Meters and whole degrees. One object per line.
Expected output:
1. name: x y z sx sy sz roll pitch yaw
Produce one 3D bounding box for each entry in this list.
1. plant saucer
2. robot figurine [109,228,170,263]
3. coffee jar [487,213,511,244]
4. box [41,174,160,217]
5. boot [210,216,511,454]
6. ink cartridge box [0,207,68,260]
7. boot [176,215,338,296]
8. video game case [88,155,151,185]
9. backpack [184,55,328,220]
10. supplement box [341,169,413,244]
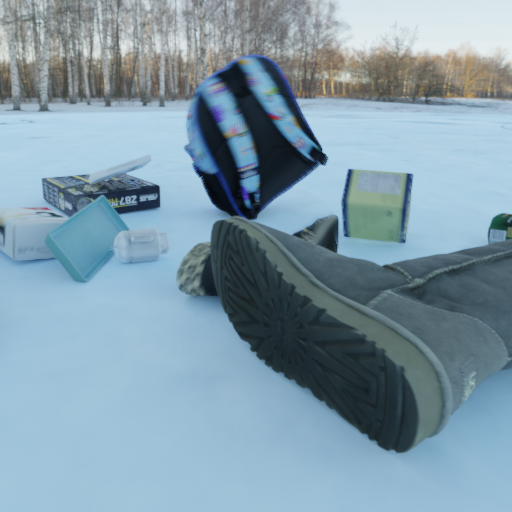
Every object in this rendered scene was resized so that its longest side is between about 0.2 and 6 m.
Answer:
1. plant saucer: -2.601 -0.311 8.846 0.232 0.856 2.448 -32 14 12
2. robot figurine: -1.811 -0.158 8.690 0.898 0.507 0.761 -6 -19 -21
3. coffee jar: 4.537 -0.324 9.124 1.314 0.561 0.685 16 24 40
4. box: -3.490 -1.411 12.479 1.920 0.585 2.382 -10 21 -34
5. boot: 1.883 0.249 5.984 3.878 1.407 3.526 -19 39 -30
6. ink cartridge box: -3.663 -0.399 9.165 1.021 0.580 1.401 -5 16 -40
7. boot: 0.128 -0.025 7.591 1.711 0.818 2.265 7 29 21
8. video game case: -2.792 -1.741 11.393 1.195 0.155 1.312 -23 10 -16
9. backpack: -0.283 -2.476 11.307 2.532 2.773 1.866 -39 30 -16
10. supplement box: 2.048 -0.835 9.476 1.070 1.071 0.719 7 61 16
